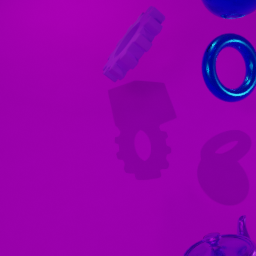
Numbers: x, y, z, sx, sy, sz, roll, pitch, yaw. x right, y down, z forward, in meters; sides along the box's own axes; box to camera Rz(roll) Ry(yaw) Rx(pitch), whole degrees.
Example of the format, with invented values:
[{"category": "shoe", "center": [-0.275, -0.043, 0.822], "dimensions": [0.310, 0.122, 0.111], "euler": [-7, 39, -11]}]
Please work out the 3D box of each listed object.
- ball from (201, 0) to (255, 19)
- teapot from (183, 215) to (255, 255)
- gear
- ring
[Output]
[{"category": "ball", "center": [1.801, -2.474, 4.708], "dimensions": [1.204, 1.204, 1.204], "euler": [0, 56, 0]}, {"category": "teapot", "center": [1.188, 1.716, 3.388], "dimensions": [1.921, 1.194, 0.940], "euler": [-17, 88, -49]}, {"category": "gear", "center": [0.089, -1.789, 6.023], "dimensions": [0.318, 1.720, 1.720], "euler": [34, 56, -19]}, {"category": "ring", "center": [2.288, -1.325, 6.193], "dimensions": [1.521, 0.304, 1.521], "euler": [-1, 92, -21]}]
